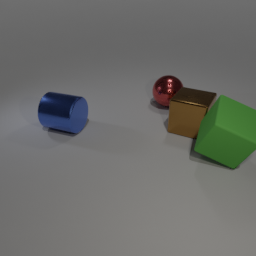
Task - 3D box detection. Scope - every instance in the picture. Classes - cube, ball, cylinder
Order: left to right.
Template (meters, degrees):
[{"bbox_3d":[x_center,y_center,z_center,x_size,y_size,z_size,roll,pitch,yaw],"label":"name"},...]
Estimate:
[{"bbox_3d":[-2.443,-0.599,10.669,1.400,1.400,1.400,11,32,18],"label":"cylinder"},{"bbox_3d":[1.783,-1.637,12.447,1.400,1.400,1.400,0,30,0],"label":"ball"},{"bbox_3d":[2.435,-0.581,10.655,1.400,1.400,1.400,15,33,24],"label":"cube"},{"bbox_3d":[3.076,0.120,8.629,1.400,1.400,1.400,25,50,1],"label":"cube"}]
